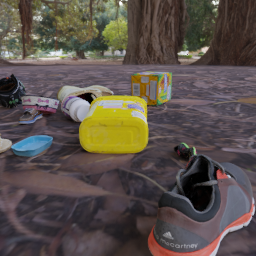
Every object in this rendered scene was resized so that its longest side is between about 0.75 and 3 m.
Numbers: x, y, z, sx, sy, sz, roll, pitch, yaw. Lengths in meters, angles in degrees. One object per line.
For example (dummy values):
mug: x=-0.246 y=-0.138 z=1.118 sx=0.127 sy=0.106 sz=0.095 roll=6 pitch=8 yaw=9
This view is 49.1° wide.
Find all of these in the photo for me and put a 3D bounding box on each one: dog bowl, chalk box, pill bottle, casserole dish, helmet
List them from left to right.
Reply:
helmet: x=-5.421 y=-1.649 z=12.794 sx=1.508 sy=1.508 sz=1.438 roll=-3 pitch=-21 yaw=-11
casserole dish: x=-2.542 y=0.487 z=7.523 sx=0.763 sy=0.244 sz=1.260 roll=4 pitch=16 yaw=13
dog bowl: x=-3.542 y=-0.928 z=11.286 sx=1.487 sy=0.548 sz=1.487 roll=4 pitch=-3 yaw=0
pill bottle: x=-1.904 y=-0.705 z=10.598 sx=0.851 sy=0.851 sz=1.528 roll=-9 pitch=19 yaw=-29
chalk box: x=1.340 y=-2.096 z=14.328 sx=1.482 sy=1.492 sz=2.390 roll=9 pitch=19 yaw=28

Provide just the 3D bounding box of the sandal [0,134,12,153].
sandal: x=-3.609 y=0.340 z=7.170 sx=0.791 sy=0.710 sz=2.158 roll=0 pitch=16 yaw=0

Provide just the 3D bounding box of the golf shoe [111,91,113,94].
golf shoe: x=-1.297 y=-1.774 z=15.319 sx=1.201 sy=0.452 sz=0.550 roll=-11 pitch=35 yaw=-28

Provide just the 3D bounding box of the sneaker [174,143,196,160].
sneaker: x=1.433 y=0.621 z=7.012 sx=0.372 sy=0.341 sz=0.888 roll=-15 pitch=11 yaw=-14

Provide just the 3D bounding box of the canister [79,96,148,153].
canister: x=-0.348 y=-0.180 z=8.324 sx=1.908 sy=1.112 sz=2.569 roll=0 pitch=17 yaw=1

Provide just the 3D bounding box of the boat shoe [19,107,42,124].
boat shoe: x=-3.700 y=-0.516 z=10.551 sx=0.509 sy=0.510 sz=1.409 roll=2 pitch=16 yaw=6

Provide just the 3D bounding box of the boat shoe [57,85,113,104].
boat shoe: x=-1.724 y=-1.273 z=12.567 sx=2.902 sy=1.074 sz=0.963 roll=-9 pitch=37 yaw=-43

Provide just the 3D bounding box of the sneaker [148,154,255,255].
sneaker: x=1.326 y=0.919 z=4.302 sx=1.089 sy=1.157 sz=2.826 roll=10 pitch=19 yaw=31
